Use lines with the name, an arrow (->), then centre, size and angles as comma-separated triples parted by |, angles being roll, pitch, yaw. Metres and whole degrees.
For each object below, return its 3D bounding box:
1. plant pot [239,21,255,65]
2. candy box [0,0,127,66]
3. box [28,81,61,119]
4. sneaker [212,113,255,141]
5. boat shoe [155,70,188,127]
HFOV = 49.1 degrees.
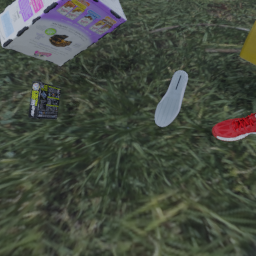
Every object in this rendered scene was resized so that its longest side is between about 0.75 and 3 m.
plant pot -> 3.699, -2.175, 6.050 | 1.639, 1.446, 1.639 | -33, 52, -17
candy box -> -1.515, -2.511, 6.518 | 2.282, 1.914, 0.816 | -25, 77, 25
box -> -2.039, -0.653, 6.937 | 0.236, 1.067, 0.855 | 8, 93, 11
sneaker -> 2.516, -0.164, 5.936 | 1.419, 0.819, 0.556 | -10, 59, 10
boat shoe -> 0.927, -0.552, 5.657 | 0.439, 0.398, 1.192 | 27, 91, 18
